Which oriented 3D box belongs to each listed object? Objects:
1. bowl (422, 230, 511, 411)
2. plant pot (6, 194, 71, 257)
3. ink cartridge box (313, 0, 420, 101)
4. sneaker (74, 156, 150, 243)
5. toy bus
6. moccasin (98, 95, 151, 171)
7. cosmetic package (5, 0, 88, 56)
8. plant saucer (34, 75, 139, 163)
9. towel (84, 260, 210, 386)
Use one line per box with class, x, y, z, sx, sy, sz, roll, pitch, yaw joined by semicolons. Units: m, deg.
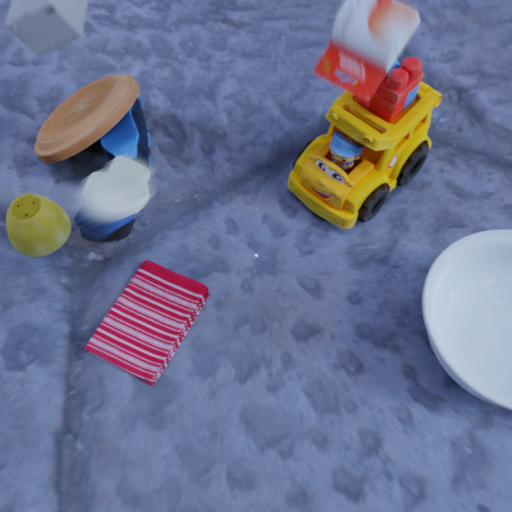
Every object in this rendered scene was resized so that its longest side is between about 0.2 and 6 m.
bowl;4.063;1.208;9.092;3.049;1.370;3.049;0;61;0
plant pot;-4.158;-0.685;10.429;1.168;0.829;1.168;0;61;1
ink cartridge box;1.560;-3.153;8.260;1.100;0.340;1.356;37;99;23
sneaker;-2.083;-0.597;7.882;0.830;1.204;2.164;24;18;-15
toy bus;2.050;-2.269;10.250;1.908;2.699;2.811;40;70;18
moccasin;-2.708;-2.405;11.204;1.176;0.997;2.924;-19;42;4
cosmetic package;-3.230;-4.177;8.874;0.956;0.807;1.790;-12;64;24
plant saucer;-3.429;-2.815;11.111;2.445;0.395;2.445;-22;39;20
towel;-1.876;1.096;9.815;1.438;0.224;1.989;24;64;13
